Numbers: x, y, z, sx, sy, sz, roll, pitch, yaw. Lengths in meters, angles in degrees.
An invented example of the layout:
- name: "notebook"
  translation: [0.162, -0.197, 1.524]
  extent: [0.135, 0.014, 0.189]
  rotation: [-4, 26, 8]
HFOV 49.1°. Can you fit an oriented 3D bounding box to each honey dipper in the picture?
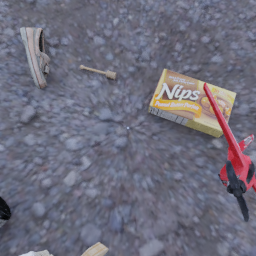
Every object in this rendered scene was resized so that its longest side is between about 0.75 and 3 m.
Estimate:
- name: "honey dipper"
  translation: [-0.824, -1.524, 7.543]
  extent: [1.022, 0.194, 0.194]
  rotation: [16, 71, 7]

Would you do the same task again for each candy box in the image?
- name: "candy box"
  translation: [1.590, -0.630, 7.037]
  extent: [1.909, 0.528, 1.102]
  rotation: [20, 72, 7]

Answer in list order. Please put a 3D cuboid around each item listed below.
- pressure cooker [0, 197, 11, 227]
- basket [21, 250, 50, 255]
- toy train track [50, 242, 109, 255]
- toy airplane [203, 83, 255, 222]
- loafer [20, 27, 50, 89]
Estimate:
- name: "pressure cooker"
  translation: [-3.279, 1.898, 5.832]
  extent: [1.112, 1.130, 1.265]
  rotation: [43, 75, 10]
- name: "basket"
  translation: [-2.119, 3.397, 5.175]
  extent: [1.691, 1.372, 1.706]
  rotation: [-22, 71, -8]
- name: "toy train track"
  translation: [-0.699, 2.071, 3.383]
  extent: [1.567, 2.732, 0.444]
  rotation: [-41, 108, -26]
- name: "toy airplane"
  translation: [1.460, 0.402, 3.731]
  extent: [0.418, 2.273, 2.273]
  rotation: [-28, 69, 26]
- name: "loafer"
  translation: [-2.380, -1.947, 7.458]
  extent: [0.610, 0.698, 1.941]
  rotation: [-17, 69, -13]
